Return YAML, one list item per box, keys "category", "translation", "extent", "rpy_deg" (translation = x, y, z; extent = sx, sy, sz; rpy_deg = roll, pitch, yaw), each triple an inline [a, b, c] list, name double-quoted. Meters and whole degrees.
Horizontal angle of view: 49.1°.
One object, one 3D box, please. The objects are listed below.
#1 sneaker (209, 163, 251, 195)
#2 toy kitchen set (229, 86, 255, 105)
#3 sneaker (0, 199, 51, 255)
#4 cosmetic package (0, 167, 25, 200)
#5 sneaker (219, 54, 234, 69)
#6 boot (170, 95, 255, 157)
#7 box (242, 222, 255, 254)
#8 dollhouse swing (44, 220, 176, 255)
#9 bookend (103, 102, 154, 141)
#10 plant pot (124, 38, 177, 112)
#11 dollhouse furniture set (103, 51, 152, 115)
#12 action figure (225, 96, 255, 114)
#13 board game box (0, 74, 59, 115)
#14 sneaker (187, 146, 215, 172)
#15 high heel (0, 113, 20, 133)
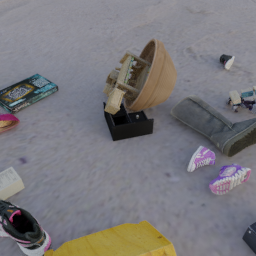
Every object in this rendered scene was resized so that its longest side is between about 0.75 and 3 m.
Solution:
- category: "sneaker"
  translation: [3.050, 1.522, 8.710]
  extent: [1.543, 0.621, 0.682]
  rpy_deg: [-18, 38, -25]
- category: "toy kitchen set"
  translation: [4.877, -1.078, 11.517]
  extent: [1.167, 0.935, 0.687]
  rpy_deg: [-12, 36, 13]
- category: "sneaker"
  translation: [-3.008, 2.377, 7.385]
  extent: [2.328, 1.005, 0.935]
  rpy_deg: [19, 43, 21]
- category: "cosmetic package"
  translation: [-3.908, 1.827, 8.391]
  extent: [1.344, 0.491, 0.696]
  rpy_deg: [-30, 49, -30]
- category: "sneaker"
  translation: [4.945, -3.387, 14.308]
  extent: [0.665, 0.474, 1.341]
  rpy_deg: [19, 40, 23]
- category: "boot"
  translation: [3.477, -0.366, 10.625]
  extent: [2.637, 1.053, 2.901]
  rpy_deg: [-20, 39, -24]
- category: "box"
  translation: [3.774, 2.790, 7.174]
  extent: [1.258, 0.656, 0.931]
  rpy_deg: [-18, 45, -19]
- category: "dollhouse swing"
  translation: [-0.249, 3.808, 6.151]
  extent: [2.668, 2.345, 2.424]
  rpy_deg: [-13, 2, -16]
- category: "bookend"
  translation: [-0.013, -0.389, 10.709]
  extent: [1.567, 0.722, 1.558]
  rpy_deg: [-10, 43, -12]
- category: "plant pot"
  translation: [1.019, -1.920, 11.152]
  extent: [1.352, 2.930, 2.930]
  rpy_deg: [18, 39, -15]
- category: "dollhouse furniture set"
  translation: [-0.182, -1.324, 11.458]
  extent: [1.394, 2.218, 2.508]
  rpy_deg: [24, 65, -18]
- category: "action figure"
  translation: [4.733, -0.980, 11.530]
  extent: [1.584, 0.549, 1.031]
  rpy_deg: [17, 49, 40]
- category: "board game box"
  translation: [-4.487, -1.553, 12.309]
  extent: [1.605, 0.334, 2.372]
  rpy_deg: [31, 50, 30]
- category: "sneaker"
  translation: [2.484, 1.096, 9.261]
  extent: [0.707, 0.449, 1.240]
  rpy_deg: [27, 48, 23]
- category: "high heel"
  translation: [-5.093, 0.052, 10.136]
  extent: [1.074, 0.753, 2.235]
  rpy_deg: [14, 39, 31]
